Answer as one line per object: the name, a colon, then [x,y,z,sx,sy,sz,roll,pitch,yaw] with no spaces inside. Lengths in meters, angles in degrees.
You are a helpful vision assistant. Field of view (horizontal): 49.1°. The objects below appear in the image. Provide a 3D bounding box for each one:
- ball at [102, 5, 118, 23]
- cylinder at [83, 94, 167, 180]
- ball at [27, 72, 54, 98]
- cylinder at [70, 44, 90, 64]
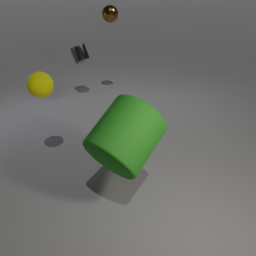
ball: [-0.764,-4.891,12.004,0.700,0.700,0.700,0,29,0]
cylinder: [-0.064,0.204,6.331,1.400,1.400,1.400,21,66,33]
ball: [-2.392,-1.181,7.638,0.700,0.700,0.700,0,29,0]
cylinder: [-2.179,-3.371,12.750,0.700,0.700,0.700,-21,9,3]
